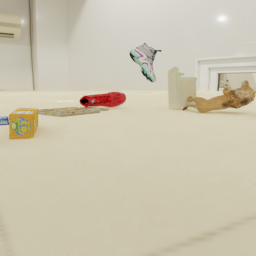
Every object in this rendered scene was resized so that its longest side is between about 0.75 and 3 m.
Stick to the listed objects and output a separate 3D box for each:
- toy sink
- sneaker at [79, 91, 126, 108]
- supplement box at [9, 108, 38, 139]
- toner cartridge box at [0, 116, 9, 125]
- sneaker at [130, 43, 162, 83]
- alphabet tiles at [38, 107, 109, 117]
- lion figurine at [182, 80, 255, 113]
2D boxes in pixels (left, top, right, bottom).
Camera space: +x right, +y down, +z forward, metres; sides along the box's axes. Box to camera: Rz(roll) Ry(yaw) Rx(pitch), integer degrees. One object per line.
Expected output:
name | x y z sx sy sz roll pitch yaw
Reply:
toy sink | 2.466 -1.808 12.692 0.996 1.779 1.159 -2 -1 -11
sneaker | -1.223 -1.214 12.854 2.131 0.835 1.231 -7 10 19
supplement box | -2.450 -0.150 6.658 0.563 0.545 1.637 0 9 -13
toner cartridge box | -3.910 -0.189 7.955 0.953 0.206 0.453 -5 10 -27
sneaker | 0.784 -2.273 9.373 0.959 1.371 0.533 -33 -5 -9
alphabet tiles | -2.307 -0.724 11.663 2.416 0.109 2.890 8 12 41
lion figurine | 3.555 -1.038 11.176 2.759 1.000 1.690 -21 12 12
